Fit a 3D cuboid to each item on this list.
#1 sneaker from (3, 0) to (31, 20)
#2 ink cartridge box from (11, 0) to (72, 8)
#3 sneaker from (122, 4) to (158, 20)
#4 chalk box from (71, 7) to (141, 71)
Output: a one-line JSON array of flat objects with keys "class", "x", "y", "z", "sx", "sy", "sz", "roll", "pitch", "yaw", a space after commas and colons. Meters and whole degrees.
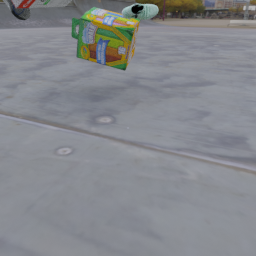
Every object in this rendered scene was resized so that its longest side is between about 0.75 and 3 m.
[{"class": "sneaker", "x": -3.410, "y": -3.806, "z": 8.105, "sx": 0.561, "sy": 1.505, "sz": 0.655, "roll": -38, "pitch": 51, "yaw": 1}, {"class": "ink cartridge box", "x": -2.032, "y": -2.968, "z": 5.297, "sx": 0.572, "sy": 1.237, "sz": 2.271, "roll": -25, "pitch": 9, "yaw": 35}, {"class": "sneaker", "x": 0.585, "y": -4.156, "z": 9.981, "sx": 1.427, "sy": 0.525, "sz": 0.842, "roll": -15, "pitch": 18, "yaw": -20}, {"class": "chalk box", "x": -1.059, "y": -3.683, "z": 11.275, "sx": 2.683, "sy": 1.674, "sz": 1.663, "roll": 15, "pitch": 38, "yaw": 3}]
